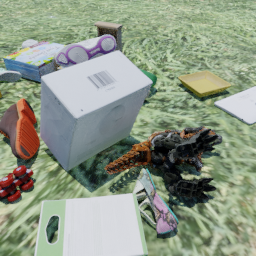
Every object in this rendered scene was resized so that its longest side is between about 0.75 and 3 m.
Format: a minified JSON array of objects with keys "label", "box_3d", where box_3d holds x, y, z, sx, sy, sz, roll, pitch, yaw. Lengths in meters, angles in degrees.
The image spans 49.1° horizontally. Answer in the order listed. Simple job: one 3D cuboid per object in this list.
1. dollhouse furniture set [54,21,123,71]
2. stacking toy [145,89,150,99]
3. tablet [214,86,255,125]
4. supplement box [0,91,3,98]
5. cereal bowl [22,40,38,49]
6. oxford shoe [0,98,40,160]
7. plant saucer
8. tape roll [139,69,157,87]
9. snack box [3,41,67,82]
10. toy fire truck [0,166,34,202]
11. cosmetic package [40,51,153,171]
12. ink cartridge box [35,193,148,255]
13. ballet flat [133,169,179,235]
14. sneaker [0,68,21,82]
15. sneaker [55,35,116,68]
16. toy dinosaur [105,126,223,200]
[{"label":"dollhouse furniture set","box_3d":[-1.234,-2.931,10.855,2.305,1.633,2.509,16,39,22]},{"label":"stacking toy","box_3d":[-0.192,-0.934,8.904,1.851,0.790,0.790,-32,47,-31]},{"label":"tablet","box_3d":[4.118,-0.813,9.208,2.226,0.152,1.449,-21,41,-26]},{"label":"supplement box","box_3d":[-5.195,-1.254,8.896,0.963,1.221,1.865,22,42,27]},{"label":"cereal bowl","box_3d":[-4.687,-4.016,13.448,0.839,0.349,0.839,-1,36,0]},{"label":"oxford shoe","box_3d":[-2.982,0.122,7.536,0.871,0.855,2.403,-27,36,0]},{"label":"plant saucer","box_3d":[2.709,-1.556,10.073,1.374,0.333,1.374,-16,40,-20]},{"label":"tape roll","box_3d":[0.414,-1.783,9.825,1.212,0.291,1.212,16,-2,1]},{"label":"snack box","box_3d":[-3.463,-2.755,11.348,1.887,0.757,2.238,18,41,24]},{"label":"toy fire truck","box_3d":[-2.595,1.187,6.227,0.746,0.498,0.889,2,31,36]},{"label":"cosmetic package","box_3d":[-0.850,-0.408,6.725,2.128,2.135,1.312,-29,65,-34]},{"label":"ink cartridge box","box_3d":[-0.666,1.913,5.186,1.876,0.450,1.365,-4,36,-6]},{"label":"ballet flat","box_3d":[0.442,1.477,5.783,0.570,0.554,1.603,-22,42,-8]},{"label":"sneaker","box_3d":[-4.647,-2.113,10.701,1.210,0.445,0.714,-4,43,-2]},{"label":"sneaker","box_3d":[-1.611,-2.750,10.379,2.383,0.892,1.187,-25,19,-26]},{"label":"toy dinosaur","box_3d":[1.010,0.666,6.503,2.957,1.511,2.007,-32,26,-13]}]
